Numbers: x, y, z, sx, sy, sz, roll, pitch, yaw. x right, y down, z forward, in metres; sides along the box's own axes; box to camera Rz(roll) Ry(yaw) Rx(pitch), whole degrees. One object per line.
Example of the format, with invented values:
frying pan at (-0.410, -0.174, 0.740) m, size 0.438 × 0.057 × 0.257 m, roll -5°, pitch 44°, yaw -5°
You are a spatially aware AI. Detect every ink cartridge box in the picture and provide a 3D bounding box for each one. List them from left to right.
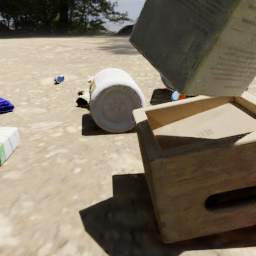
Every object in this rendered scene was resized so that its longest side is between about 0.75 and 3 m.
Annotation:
ink cartridge box at (-3.167, 0.408, 6.563) m, size 0.835 × 0.484 × 1.154 m, roll 0°, pitch 22°, yaw 0°

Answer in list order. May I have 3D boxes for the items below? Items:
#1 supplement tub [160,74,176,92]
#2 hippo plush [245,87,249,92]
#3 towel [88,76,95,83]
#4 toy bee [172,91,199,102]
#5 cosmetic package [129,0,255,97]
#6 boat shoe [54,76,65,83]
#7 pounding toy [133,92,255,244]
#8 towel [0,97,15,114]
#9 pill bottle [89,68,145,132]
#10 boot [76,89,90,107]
supplement tub at (2.264, -2.575, 11.000) m, size 1.744 × 1.744 × 2.643 m, roll -1°, pitch -12°, yaw -2°
hippo plush at (4.195, -1.789, 11.545) m, size 1.388 × 1.375 × 1.727 m, roll 35°, pitch -6°, yaw 28°
towel at (-1.347, -2.439, 14.129) m, size 1.263 × 0.189 × 0.924 m, roll -1°, pitch 22°, yaw 4°
toy bee at (2.047, -0.850, 9.022) m, size 1.324 × 2.437 × 1.595 m, roll 29°, pitch -12°, yaw 2°
cosmetic package at (1.084, -1.376, 3.487) m, size 1.310 × 1.566 × 1.302 m, roll -4°, pitch 45°, yaw -39°
boat shoe at (-3.453, -2.385, 13.782) m, size 0.371 × 0.371 × 1.026 m, roll -2°, pitch 12°, yaw 8°
pounding toy at (1.677, 0.692, 4.575) m, size 2.726 × 1.938 × 2.509 m, roll -11°, pitch 21°, yaw 0°
towel at (-5.154, -0.868, 9.695) m, size 2.113 × 0.523 × 1.560 m, roll 18°, pitch 27°, yaw 38°
pill bottle at (-0.449, -1.036, 8.764) m, size 1.536 × 1.536 × 2.687 m, roll -3°, pitch 22°, yaw -7°
boot at (-1.647, -1.122, 10.473) m, size 1.215 × 0.438 × 0.940 m, roll 16°, pitch 27°, yaw 31°
